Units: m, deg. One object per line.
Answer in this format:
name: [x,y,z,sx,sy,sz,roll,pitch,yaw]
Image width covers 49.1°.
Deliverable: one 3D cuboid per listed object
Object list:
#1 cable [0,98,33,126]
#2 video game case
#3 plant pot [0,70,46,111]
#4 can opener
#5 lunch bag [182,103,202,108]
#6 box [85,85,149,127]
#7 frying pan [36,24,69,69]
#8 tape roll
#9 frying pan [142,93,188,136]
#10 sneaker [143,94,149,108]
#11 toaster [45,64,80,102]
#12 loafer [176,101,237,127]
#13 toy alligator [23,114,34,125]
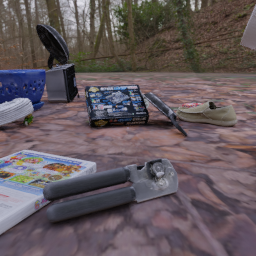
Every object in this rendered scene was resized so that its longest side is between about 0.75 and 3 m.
cable: [-4.100,-0.516,9.511,1.703,0.590,1.703,-2,23,41]
video game case: [-2.071,0.975,4.802,1.934,0.243,2.701,6,15,25]
plant pot: [-4.752,-1.552,11.856,1.978,1.778,1.978,4,14,14]
can opener: [-0.205,0.979,4.507,2.266,0.604,0.758,-8,-17,-26]
lunch bag: [2.804,-0.886,12.060,0.938,0.384,0.826,-3,14,-10]
box: [-0.422,-0.815,9.850,2.036,0.468,1.618,-4,51,-15]
frying pan: [-2.438,-2.551,9.644,1.488,2.461,0.400,40,70,18]
tape roll: [2.340,-1.916,4.651,0.432,1.236,1.236,27,22,16]
frying pan: [1.166,-0.617,9.252,1.550,0.417,2.563,40,5,-11]
sneaker: [-0.107,-0.858,11.418,1.111,0.777,2.234,-4,10,35]
toaster: [-3.491,-2.338,15.032,1.235,2.081,1.881,-2,21,6]
loafer: [2.789,-0.589,10.040,2.248,0.768,0.851,10,17,34]
toy alligator: [-3.493,-0.274,9.689,0.238,0.328,0.990,-1,14,-4]
